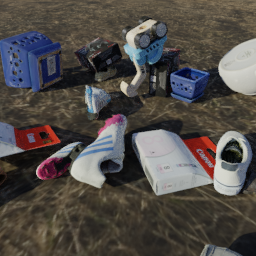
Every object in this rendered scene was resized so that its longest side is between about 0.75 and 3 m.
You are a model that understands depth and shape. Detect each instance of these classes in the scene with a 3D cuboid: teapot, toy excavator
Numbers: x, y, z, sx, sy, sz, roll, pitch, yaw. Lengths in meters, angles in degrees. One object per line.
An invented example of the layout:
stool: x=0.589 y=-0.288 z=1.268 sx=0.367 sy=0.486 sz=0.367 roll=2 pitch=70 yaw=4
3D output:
teapot: x=5.511 y=-2.395 z=12.234 sx=2.797 sy=2.042 sz=2.760 roll=-48 pitch=29 yaw=-20
toy excavator: x=0.576 y=-2.786 z=11.313 sx=2.476 sy=2.546 sz=1.272 roll=-35 pitch=42 yaw=-12

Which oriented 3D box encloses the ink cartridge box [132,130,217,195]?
ink cartridge box: x=1.700 y=0.789 z=8.360 sx=2.695 sy=0.769 sz=2.190 roll=-12 pitch=35 yaw=-12

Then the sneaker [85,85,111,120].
sneaker: x=-1.176 y=-1.095 z=11.167 sx=1.027 sy=0.889 sz=2.371 roll=0 pitch=32 yaw=-10

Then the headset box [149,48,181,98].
headset box: x=1.716 y=-2.603 z=12.772 sx=0.853 sy=1.643 sz=2.208 roll=14 pitch=34 yaw=22

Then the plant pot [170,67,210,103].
plant pot: x=2.597 y=-1.808 z=11.994 sx=1.254 sy=1.127 sz=1.254 roll=26 pitch=41 yaw=34

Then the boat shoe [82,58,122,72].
boat shoe: x=-1.339 y=-3.440 z=14.969 sx=2.228 sy=0.722 sz=0.801 roll=-27 pitch=39 yaw=-7

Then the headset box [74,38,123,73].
headset box: x=-1.567 y=-3.734 z=14.152 sx=1.604 sy=0.833 sz=2.156 roll=-36 pitch=40 yaw=-17

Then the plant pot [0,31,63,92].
plant pot: x=-4.299 y=-3.040 z=13.041 sx=1.989 sy=2.212 sz=2.212 roll=22 pitch=37 yaw=22

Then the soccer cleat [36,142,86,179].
soccer cleat: x=-1.968 y=0.964 z=8.257 sx=1.681 sy=0.587 sz=0.726 roll=-32 pitch=18 yaw=-33

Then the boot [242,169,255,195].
boot: x=3.902 y=1.429 z=7.415 sx=1.368 sy=0.544 sz=1.572 roll=24 pitch=42 yaw=32

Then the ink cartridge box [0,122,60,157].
ink cartridge box: x=-3.862 y=0.213 z=8.675 sx=2.983 sy=0.851 sz=2.425 roll=-18 pitch=21 yaw=-19

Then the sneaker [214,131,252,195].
sneaker: x=3.090 y=0.686 z=8.029 sx=1.051 sy=1.018 sz=2.877 roll=11 pitch=30 yaw=16

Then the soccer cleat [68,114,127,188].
soccer cleat: x=-0.539 y=0.664 z=8.396 sx=1.285 sy=1.039 sz=2.975 roll=28 pitch=41 yaw=11

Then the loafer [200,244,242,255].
loafer: x=0.992 y=3.035 z=4.539 sx=1.030 sy=1.032 sz=2.952 roll=18 pitch=30 yaw=39

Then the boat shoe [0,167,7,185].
boat shoe: x=-3.974 y=1.580 z=6.986 sx=0.747 sy=0.788 sz=2.082 roll=17 pitch=38 yaw=22

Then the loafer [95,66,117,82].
loafer: x=-1.091 y=-2.863 z=14.184 sx=0.614 sy=0.554 sz=1.623 roll=18 pitch=39 yaw=21
